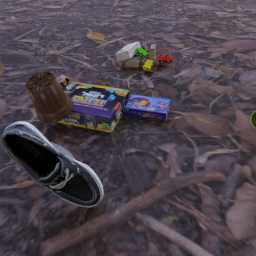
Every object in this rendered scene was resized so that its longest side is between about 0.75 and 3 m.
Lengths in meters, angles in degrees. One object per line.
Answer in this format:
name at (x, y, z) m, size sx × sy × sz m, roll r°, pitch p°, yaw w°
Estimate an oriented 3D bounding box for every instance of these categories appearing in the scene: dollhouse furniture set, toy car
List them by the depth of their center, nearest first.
toy car at (1.096, -3.635, 14.693) m, size 1.998 × 0.446 × 1.880 m, roll -27°, pitch 54°, yaw -32°
dollhouse furniture set at (0.515, -3.991, 14.972) m, size 1.878 × 0.917 × 1.601 m, roll 5°, pitch 36°, yaw 7°

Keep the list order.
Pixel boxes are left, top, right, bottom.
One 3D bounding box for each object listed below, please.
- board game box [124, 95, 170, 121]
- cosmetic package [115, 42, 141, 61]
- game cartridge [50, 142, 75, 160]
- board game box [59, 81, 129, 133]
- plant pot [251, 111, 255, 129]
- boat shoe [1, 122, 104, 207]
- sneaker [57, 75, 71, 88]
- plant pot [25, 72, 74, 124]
board game box at (0.783, -0.816, 11.036) m, size 1.624 × 0.364 × 1.092 m, roll 9°, pitch 37°, yaw 13°
cosmetic package at (0.046, -4.177, 15.187) m, size 0.779 × 0.478 × 1.888 m, roll -5°, pitch 27°, yaw 25°
game cartridge at (-2.260, 0.999, 8.615) m, size 1.002 × 0.308 × 1.505 m, roll -32°, pitch 47°, yaw -31°
board game box at (-1.472, -0.899, 10.851) m, size 2.571 × 0.729 × 2.126 m, roll 10°, pitch 36°, yaw 14°
plant pot at (5.012, -0.333, 10.177) m, size 0.727 × 0.765 × 0.765 m, roll -9°, pitch 35°, yaw -35°
boat shoe at (-1.714, 1.013, 6.650) m, size 1.059 × 2.953 × 1.001 m, roll -43°, pitch 17°, yaw -1°
sneaker at (-3.069, -2.028, 12.600) m, size 0.540 × 0.512 × 1.314 m, roll 16°, pitch 39°, yaw 19°
plant pot at (-2.731, -1.102, 9.603) m, size 1.367 × 1.353 × 1.367 m, roll -7°, pitch 48°, yaw 8°
